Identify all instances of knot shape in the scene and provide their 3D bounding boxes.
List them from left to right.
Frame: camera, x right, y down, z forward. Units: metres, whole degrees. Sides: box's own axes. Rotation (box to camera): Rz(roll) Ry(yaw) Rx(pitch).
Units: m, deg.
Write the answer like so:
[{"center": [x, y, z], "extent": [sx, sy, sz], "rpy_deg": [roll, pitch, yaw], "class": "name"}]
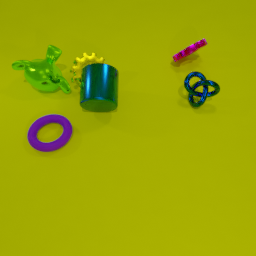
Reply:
[{"center": [2.187, -1.137, 8.194], "extent": [0.987, 1.055, 0.487], "rpy_deg": [-1, 20, 27], "class": "knot shape"}]

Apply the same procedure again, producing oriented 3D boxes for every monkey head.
[{"center": [-2.520, -1.824, 8.648], "extent": [1.824, 1.312, 1.099], "rpy_deg": [24, 28, -18], "class": "monkey head"}]

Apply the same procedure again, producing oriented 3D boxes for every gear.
[{"center": [-1.146, -1.685, 8.720], "extent": [1.289, 0.238, 1.289], "rpy_deg": [4, 81, -26], "class": "gear"}, {"center": [2.085, -2.616, 9.467], "extent": [1.191, 1.191, 0.220], "rpy_deg": [-31, 95, -23], "class": "gear"}]

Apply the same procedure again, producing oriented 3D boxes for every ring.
[{"center": [-2.137, 0.117, 7.674], "extent": [1.229, 0.246, 1.229], "rpy_deg": [-2, 52, 3], "class": "ring"}]

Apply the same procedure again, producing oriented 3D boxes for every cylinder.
[{"center": [-0.812, -1.123, 7.999], "extent": [1.082, 1.082, 1.082], "rpy_deg": [1, 74, 1], "class": "cylinder"}]
